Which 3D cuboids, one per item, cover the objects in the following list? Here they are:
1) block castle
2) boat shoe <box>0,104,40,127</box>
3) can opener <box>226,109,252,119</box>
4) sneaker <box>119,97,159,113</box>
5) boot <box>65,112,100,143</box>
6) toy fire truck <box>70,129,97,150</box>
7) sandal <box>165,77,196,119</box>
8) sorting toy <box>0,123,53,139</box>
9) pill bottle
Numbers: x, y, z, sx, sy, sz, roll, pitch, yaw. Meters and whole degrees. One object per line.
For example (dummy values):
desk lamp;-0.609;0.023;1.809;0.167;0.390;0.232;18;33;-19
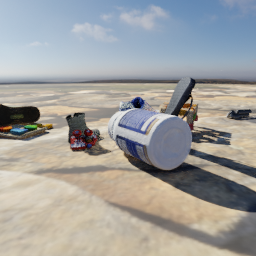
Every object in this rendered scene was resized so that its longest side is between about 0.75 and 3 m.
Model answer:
block castle;2.008;-0.413;11.134;1.418;0.995;2.121;8;15;17
boat shoe;-5.247;-0.482;11.814;2.858;1.024;1.088;2;-2;-42
can opener;5.550;-0.660;13.955;1.562;0.411;0.519;-8;49;-28
sneaker;0.689;-0.639;11.402;1.104;1.293;2.934;6;12;32
boot;-1.467;-0.076;9.464;0.496;0.956;1.464;8;14;34
toy fire truck;-1.362;0.417;8.596;0.820;0.460;0.689;-3;36;-9
sandal;1.509;-0.528;8.541;0.520;2.430;0.924;15;42;-7
sorting toy;-3.971;-0.002;10.735;1.630;0.293;2.188;4;12;18
pill bottle;0.432;0.177;7.418;1.300;1.300;2.343;-7;14;-32
